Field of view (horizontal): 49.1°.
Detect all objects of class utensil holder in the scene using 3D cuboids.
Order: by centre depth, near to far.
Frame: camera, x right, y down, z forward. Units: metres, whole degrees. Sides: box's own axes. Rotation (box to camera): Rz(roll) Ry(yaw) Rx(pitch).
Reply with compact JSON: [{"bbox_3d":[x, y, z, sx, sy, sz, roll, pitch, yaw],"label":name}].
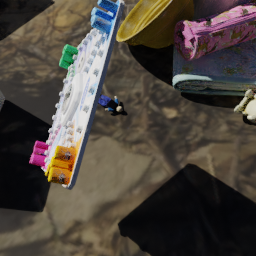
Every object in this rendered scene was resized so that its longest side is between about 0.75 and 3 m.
[{"bbox_3d":[2.931,-4.544,8.480,2.410,2.836,2.410,0,60,0],"label":"utensil holder"}]

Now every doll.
[{"bbox_3d":[-0.486,-0.684,7.726,0.789,0.191,0.539,32,65,18],"label":"doll"}]

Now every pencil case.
[{"bbox_3d":[2.579,-2.672,7.616,2.704,1.170,1.119,-21,49,-11],"label":"pencil case"}]

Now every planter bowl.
[{"bbox_3d":[1.056,-3.275,8.347,1.190,2.858,2.858,40,58,-26],"label":"planter bowl"}]

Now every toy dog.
[{"bbox_3d":[3.422,-0.371,7.227,0.692,0.962,0.992,-54,50,14],"label":"toy dog"}]

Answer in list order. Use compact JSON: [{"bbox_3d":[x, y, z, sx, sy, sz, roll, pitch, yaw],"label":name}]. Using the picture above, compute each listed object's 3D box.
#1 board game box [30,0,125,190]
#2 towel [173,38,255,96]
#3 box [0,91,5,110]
[{"bbox_3d":[-0.996,-0.486,4.596,0.331,2.562,2.561,17,82,-23],"label":"board game box"},{"bbox_3d":[2.681,-1.991,8.269,2.681,0.646,2.295,5,56,3],"label":"towel"},{"bbox_3d":[-4.607,-0.386,6.828,2.176,1.430,2.187,5,59,3],"label":"box"}]
